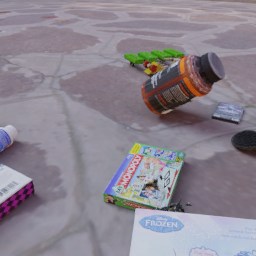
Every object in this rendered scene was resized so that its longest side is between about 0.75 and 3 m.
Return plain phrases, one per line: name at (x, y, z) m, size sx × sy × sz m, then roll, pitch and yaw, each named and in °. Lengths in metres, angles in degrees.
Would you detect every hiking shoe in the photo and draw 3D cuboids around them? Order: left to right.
hiking shoe at (3.718, 0.426, 7.795) m, size 1.557 × 0.784 × 0.590 m, roll -3°, pitch 65°, yaw 35°

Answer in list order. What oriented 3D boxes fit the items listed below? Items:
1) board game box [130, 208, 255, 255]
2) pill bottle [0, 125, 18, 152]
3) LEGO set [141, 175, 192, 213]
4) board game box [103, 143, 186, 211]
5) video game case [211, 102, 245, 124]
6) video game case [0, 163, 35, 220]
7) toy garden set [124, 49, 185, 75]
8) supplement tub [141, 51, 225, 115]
board game box at (1.428, 2.600, 3.928) m, size 2.996 × 0.650 × 2.982 m, roll 4°, pitch 34°, yaw 6°
pill bottle at (-3.614, 0.348, 7.823) m, size 0.588 × 0.588 × 1.050 m, roll 14°, pitch 33°, yaw 22°
LEGO set at (0.818, 1.560, 5.520) m, size 0.870 × 1.339 × 0.380 m, roll -15°, pitch -2°, yaw 6°
board game box at (0.483, 1.144, 6.763) m, size 1.418 × 0.307 × 2.107 m, roll 11°, pitch 33°, yaw 17°
video game case at (3.508, -0.542, 9.774) m, size 0.888 × 0.118 × 1.243 m, roll 15°, pitch 33°, yaw 24°
video game case at (-3.776, 1.560, 5.888) m, size 2.373 × 0.469 × 2.618 m, roll 17°, pitch 35°, yaw 26°
toy garden set at (1.592, -3.298, 14.011) m, size 2.880 × 0.575 × 2.401 m, roll -13°, pitch 31°, yaw -22°
supplement tub at (1.737, -1.436, 8.980) m, size 2.545 × 1.361 × 1.361 m, roll -24°, pitch 11°, yaw 41°
